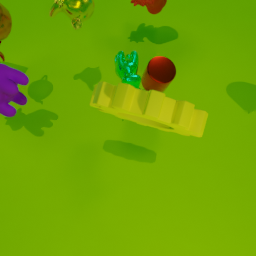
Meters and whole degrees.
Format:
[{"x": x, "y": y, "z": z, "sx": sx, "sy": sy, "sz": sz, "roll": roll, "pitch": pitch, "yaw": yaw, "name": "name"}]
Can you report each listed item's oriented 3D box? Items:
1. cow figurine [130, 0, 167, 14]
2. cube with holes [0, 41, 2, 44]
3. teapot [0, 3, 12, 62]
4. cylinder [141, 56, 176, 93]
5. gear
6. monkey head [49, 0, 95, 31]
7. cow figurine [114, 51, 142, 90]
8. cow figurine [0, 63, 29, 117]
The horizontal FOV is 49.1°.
[{"x": 0.776, "y": -4.528, "z": 9.912, "sx": 0.847, "sy": 1.544, "sz": 1.519, "roll": 16, "pitch": 70, "yaw": 25, "name": "cow figurine"}, {"x": -4.489, "y": -2.495, "z": 8.016, "sx": 1.081, "sy": 1.081, "sz": 1.081, "roll": 12, "pitch": 83, "yaw": 33, "name": "cube with holes"}, {"x": -2.828, "y": -2.169, "z": 5.856, "sx": 0.940, "sy": 1.511, "sz": 0.740, "roll": 4, "pitch": 9, "yaw": 30, "name": "teapot"}, {"x": 0.836, "y": -1.448, "z": 7.780, "sx": 0.806, "sy": 0.806, "sz": 0.806, "roll": 3, "pitch": 74, "yaw": -9, "name": "cylinder"}, {"x": 0.272, "y": -0.226, "z": 3.807, "sx": 1.545, "sy": 1.545, "sz": 0.286, "roll": 15, "pitch": 87, "yaw": 13, "name": "gear"}, {"x": -1.251, "y": -2.704, "z": 6.330, "sx": 0.823, "sy": 0.982, "sz": 1.365, "roll": 34, "pitch": 45, "yaw": -31, "name": "monkey head"}, {"x": -0.018, "y": -1.295, "z": 6.898, "sx": 0.646, "sy": 1.159, "sz": 1.178, "roll": -3, "pitch": 6, "yaw": -12, "name": "cow figurine"}, {"x": -2.981, "y": -0.884, "z": 6.100, "sx": 1.508, "sy": 1.533, "sz": 0.841, "roll": 29, "pitch": 48, "yaw": -1, "name": "cow figurine"}]
